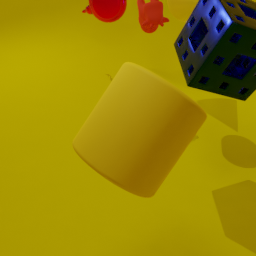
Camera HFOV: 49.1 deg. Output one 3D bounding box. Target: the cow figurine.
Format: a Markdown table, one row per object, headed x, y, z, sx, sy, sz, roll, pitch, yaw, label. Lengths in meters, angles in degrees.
| x | y | z | sx | sy | sz | roll | pitch | yaw | label |
| --- | --- | --- | --- | --- | --- | --- | --- | --- | --- |
| 0.602 | -2.820 | 7.219 | 0.693 | 1.262 | 1.242 | -11 | 66 | -2 | cow figurine |

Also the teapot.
| x | y | z | sx | sy | sz | roll | pitch | yaw | label |
| --- | --- | --- | --- | --- | --- | --- | --- | --- | --- |
| -0.695 | -4.129 | 9.209 | 1.994 | 1.240 | 0.976 | -16 | 28 | 16 | teapot |

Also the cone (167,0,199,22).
| x | y | z | sx | sy | sz | roll | pitch | yaw | label |
| --- | --- | --- | --- | --- | --- | --- | --- | --- | --- |
| 1.918 | -3.405 | 7.426 | 1.412 | 1.412 | 1.417 | -7 | 33 | -8 | cone |

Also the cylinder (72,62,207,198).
| x | y | z | sx | sy | sz | roll | pitch | yaw | label |
| --- | --- | --- | --- | --- | --- | --- | --- | --- | --- |
| 0.125 | 0.019 | 3.212 | 1.117 | 1.117 | 1.117 | 36 | 94 | 34 | cylinder |

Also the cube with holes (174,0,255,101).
| x | y | z | sx | sy | sz | roll | pitch | yaw | label |
| --- | --- | --- | --- | --- | --- | --- | --- | --- | --- |
| 1.692 | -1.405 | 4.743 | 1.205 | 1.205 | 1.205 | 11 | 48 | -19 | cube with holes |
